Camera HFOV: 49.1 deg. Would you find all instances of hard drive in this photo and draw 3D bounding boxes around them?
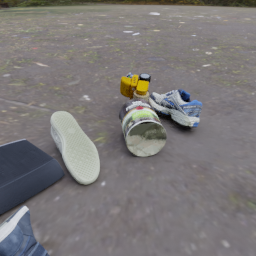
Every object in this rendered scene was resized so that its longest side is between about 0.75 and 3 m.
[{"bbox_3d":[-2.908,1.095,5.958,1.777,0.558,2.635,24,37,37],"label":"hard drive"}]

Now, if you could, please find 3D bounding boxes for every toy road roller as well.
[{"bbox_3d":[0.196,-1.211,9.215,0.991,0.834,1.357,7,40,3],"label":"toy road roller"}]

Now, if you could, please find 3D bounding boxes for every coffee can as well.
[{"bbox_3d":[0.360,-0.046,7.551,1.042,1.042,1.424,-4,29,-8],"label":"coffee can"}]

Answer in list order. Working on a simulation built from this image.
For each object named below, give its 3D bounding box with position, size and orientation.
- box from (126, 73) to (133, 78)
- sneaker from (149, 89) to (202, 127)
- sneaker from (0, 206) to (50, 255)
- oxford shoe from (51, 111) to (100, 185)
[{"bbox_3d":[0.267,-1.786,11.009,0.833,0.268,0.292,44,21,-11],"label":"box"},{"bbox_3d":[1.527,-0.817,8.848,0.847,0.936,2.197,7,20,-39],"label":"sneaker"},{"bbox_3d":[-1.623,1.867,4.476,0.562,1.068,1.478,-42,5,-7],"label":"sneaker"},{"bbox_3d":[-1.344,0.508,6.907,0.848,0.651,2.255,-9,47,-33],"label":"oxford shoe"}]
